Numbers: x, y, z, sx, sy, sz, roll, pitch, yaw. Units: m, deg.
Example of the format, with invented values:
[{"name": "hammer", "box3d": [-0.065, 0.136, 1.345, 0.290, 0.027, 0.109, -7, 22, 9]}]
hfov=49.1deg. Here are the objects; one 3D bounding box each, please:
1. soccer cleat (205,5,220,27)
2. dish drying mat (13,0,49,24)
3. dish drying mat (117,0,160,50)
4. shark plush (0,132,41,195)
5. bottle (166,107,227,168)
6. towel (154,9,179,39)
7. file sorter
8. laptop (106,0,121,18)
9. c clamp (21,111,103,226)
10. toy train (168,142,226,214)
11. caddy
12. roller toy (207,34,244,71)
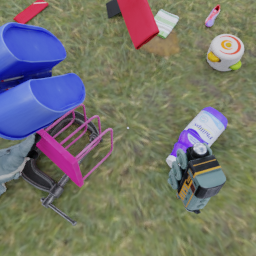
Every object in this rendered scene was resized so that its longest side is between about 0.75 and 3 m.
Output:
[{"name": "soccer cleat", "box3d": [3.034, -4.011, 10.020, 0.310, 0.356, 0.931, 28, 67, 13]}, {"name": "dish drying mat", "box3d": [-3.553, -4.282, 10.279, 0.511, 0.121, 1.331, 36, 69, 15]}, {"name": "dish drying mat", "box3d": [0.211, -3.531, 8.279, 0.216, 0.912, 2.375, 3, 63, -47]}, {"name": "shark plush", "box3d": [-3.089, 0.933, 6.660, 2.823, 1.176, 1.282, -15, 68, 31]}, {"name": "bottle", "box3d": [1.872, 0.323, 7.762, 0.848, 0.663, 2.031, 41, 71, 15]}, {"name": "towel", "box3d": [1.242, -3.730, 9.991, 0.817, 0.168, 1.095, 28, 68, 13]}, {"name": "file sorter", "box3d": [-1.562, 0.098, 7.155, 2.183, 1.517, 1.369, 38, 65, 18]}, {"name": "laptop", "box3d": [-0.302, -4.405, 10.386, 0.841, 0.487, 0.787, 5, 61, -29]}, {"name": "c clamp", "box3d": [-1.688, 0.855, 7.728, 2.399, 0.380, 2.809, 23, 67, 17]}, {"name": "toy train", "box3d": [1.173, 0.922, 4.952, 0.666, 1.564, 0.891, -11, 55, -12]}, {"name": "caddy", "box3d": [-1.941, -0.826, 5.223, 1.351, 2.573, 1.819, -24, 98, 17]}, {"name": "roller toy", "box3d": [3.121, -2.451, 9.027, 1.137, 0.794, 1.037, 8, 65, 4]}]
